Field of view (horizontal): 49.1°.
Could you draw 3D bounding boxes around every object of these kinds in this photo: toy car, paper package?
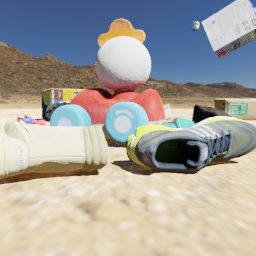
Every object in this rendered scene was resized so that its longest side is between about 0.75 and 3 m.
[{"bbox_3d":[-0.344,-1.091,6.493,2.357,2.664,2.456,-1,4,18],"label":"toy car"},{"bbox_3d":[5.936,-1.019,15.047,2.174,1.125,2.072,1,5,1],"label":"paper package"}]

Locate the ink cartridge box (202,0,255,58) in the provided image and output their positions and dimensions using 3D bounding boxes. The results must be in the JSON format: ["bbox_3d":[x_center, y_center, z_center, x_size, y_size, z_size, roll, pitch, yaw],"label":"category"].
[{"bbox_3d":[3.419,-3.218,8.796,1.794,1.224,0.685,-27,-21,31],"label":"ink cartridge box"}]

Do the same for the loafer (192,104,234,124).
[{"bbox_3d":[2.720,-0.269,9.081,0.767,0.784,2.149,3,14,-11],"label":"loafer"}]

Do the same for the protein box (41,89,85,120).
[{"bbox_3d":[-3.028,-1.165,14.247,2.266,1.529,2.249,-3,6,-28],"label":"protein box"}]

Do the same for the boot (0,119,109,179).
[{"bbox_3d":[-1.033,0.205,3.678,1.318,0.617,1.696,-2,6,-20],"label":"boot"}]

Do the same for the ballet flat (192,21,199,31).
[{"bbox_3d":[3.232,-4.835,13.255,0.293,0.293,0.801,2,45,22],"label":"ballet flat"}]

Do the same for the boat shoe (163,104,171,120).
[{"bbox_3d":[0.900,-0.882,14.688,2.723,0.904,1.008,1,5,7],"label":"boat shoe"}]

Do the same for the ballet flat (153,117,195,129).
[{"bbox_3d":[0.921,0.071,6.021,0.571,0.571,1.586,4,5,38],"label":"ballet flat"}]

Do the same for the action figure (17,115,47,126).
[{"bbox_3d":[-3.306,-0.180,9.795,1.486,0.384,0.486,10,16,39],"label":"action figure"}]

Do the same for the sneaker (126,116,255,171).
[{"bbox_3d":[0.923,0.265,3.570,1.811,0.669,0.733,-9,13,-11],"label":"sneaker"}]

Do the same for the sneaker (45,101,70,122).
[{"bbox_3d":[-1.106,-0.307,8.575,2.686,0.893,1.215,3,2,-7],"label":"sneaker"}]
